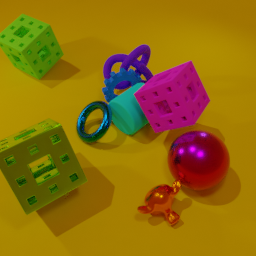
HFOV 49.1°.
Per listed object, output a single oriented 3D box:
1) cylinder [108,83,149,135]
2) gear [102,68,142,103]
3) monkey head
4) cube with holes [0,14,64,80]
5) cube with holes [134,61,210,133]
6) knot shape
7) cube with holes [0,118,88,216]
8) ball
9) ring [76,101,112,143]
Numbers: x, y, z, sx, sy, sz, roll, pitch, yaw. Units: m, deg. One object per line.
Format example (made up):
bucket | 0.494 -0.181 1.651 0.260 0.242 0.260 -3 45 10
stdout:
cylinder | 0.180 -0.528 7.625 1.060 1.060 1.060 -37 58 -28
gear | -0.147 -1.150 8.078 1.171 1.171 0.217 -15 42 -13
monkey head | 0.763 1.621 5.975 1.103 0.665 0.793 -32 51 -13
cube with holes | -3.171 -2.650 9.153 1.274 1.274 1.274 28 68 23
cube with holes | 1.066 -0.723 6.648 1.106 1.106 1.106 -14 23 43
knot shape | 0.165 -1.813 8.284 1.596 1.494 0.738 11 44 -23
cube with holes | -1.892 0.719 5.967 1.331 1.331 1.331 -28 17 -19
ball | 1.585 0.720 6.357 1.379 1.379 1.379 0 49 0
ring | -0.918 -0.178 7.477 1.195 0.239 1.195 -17 60 32
